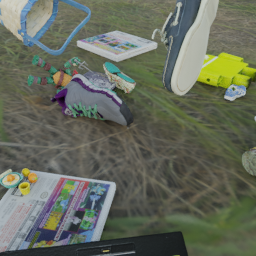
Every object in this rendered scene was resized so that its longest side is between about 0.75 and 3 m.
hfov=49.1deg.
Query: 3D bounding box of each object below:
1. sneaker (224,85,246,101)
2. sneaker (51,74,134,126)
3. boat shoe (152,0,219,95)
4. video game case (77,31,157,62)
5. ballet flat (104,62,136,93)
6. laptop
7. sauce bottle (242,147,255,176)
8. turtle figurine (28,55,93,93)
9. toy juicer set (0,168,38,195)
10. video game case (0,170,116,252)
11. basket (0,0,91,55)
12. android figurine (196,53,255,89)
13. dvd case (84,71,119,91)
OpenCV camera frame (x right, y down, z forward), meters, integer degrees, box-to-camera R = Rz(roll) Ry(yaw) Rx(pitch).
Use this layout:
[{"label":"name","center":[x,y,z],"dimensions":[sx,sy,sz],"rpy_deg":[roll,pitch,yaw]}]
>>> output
[{"label":"sneaker","center":[3.340,-1.146,8.612],"dimensions":[0.998,0.384,0.378],"rpy_deg":[-28,41,-36]},{"label":"sneaker","center":[-1.007,-0.500,7.424],"dimensions":[1.186,1.009,2.710],"rpy_deg":[-40,43,-16]},{"label":"boat shoe","center":[1.188,-2.082,5.931],"dimensions":[0.911,1.103,2.946],"rpy_deg":[12,79,28]},{"label":"video game case","center":[-0.499,-3.716,12.494],"dimensions":[2.449,0.319,2.690],"rpy_deg":[-29,44,-35]},{"label":"ballet flat","center":[-0.357,-1.601,9.044],"dimensions":[0.569,0.480,1.503],"rpy_deg":[-10,42,-40]},{"label":"laptop","center":[-0.311,2.280,2.402],"dimensions":[2.643,1.540,2.982],"rpy_deg":[-4,51,-7]},{"label":"sauce bottle","center":[3.303,0.504,5.979],"dimensions":[1.798,0.582,0.582],"rpy_deg":[-16,37,-19]},{"label":"turtle figurine","center":[-2.065,-1.525,8.685],"dimensions":[1.855,1.389,0.934],"rpy_deg":[12,-12,-32]},{"label":"toy juicer set","center":[-2.136,0.913,5.272],"dimensions":[0.895,0.243,0.569],"rpy_deg":[9,34,15]},{"label":"video game case","center":[-1.372,1.581,4.701],"dimensions":[1.923,0.243,2.111],"rpy_deg":[6,33,10]},{"label":"basket","center":[-2.182,-2.935,7.263],"dimensions":[1.989,1.383,1.754],"rpy_deg":[29,62,5]},{"label":"android figurine","center":[3.146,-2.082,9.893],"dimensions":[2.608,0.536,2.374],"rpy_deg":[27,42,31]},{"label":"dvd case","center":[-0.955,-1.621,9.555],"dimensions":[1.460,0.117,1.086],"rpy_deg":[15,37,20]}]
